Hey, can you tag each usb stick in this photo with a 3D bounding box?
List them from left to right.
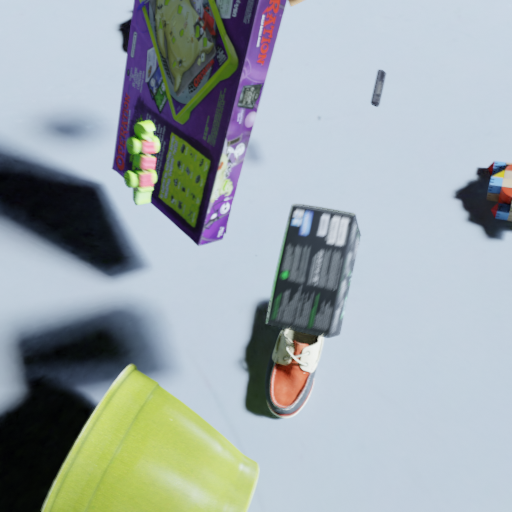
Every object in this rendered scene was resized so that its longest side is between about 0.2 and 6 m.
[{"bbox_3d":[2.437,-3.349,11.168,0.210,0.123,0.756,19,80,-31],"label":"usb stick"}]

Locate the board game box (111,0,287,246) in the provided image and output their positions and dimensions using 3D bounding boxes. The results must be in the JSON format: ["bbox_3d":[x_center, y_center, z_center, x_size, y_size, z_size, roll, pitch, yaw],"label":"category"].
[{"bbox_3d":[-1.146,-3.077,9.524,3.057,5.094,0.823,38,38,28],"label":"board game box"}]

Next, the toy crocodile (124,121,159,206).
[{"bbox_3d":[-1.612,-1.322,8.055,0.424,1.256,0.388,-11,30,-41],"label":"toy crocodile"}]

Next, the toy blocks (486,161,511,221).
[{"bbox_3d":[5.543,-1.432,11.900,1.309,0.957,1.915,12,58,20],"label":"toy blocks"}]

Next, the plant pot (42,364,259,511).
[{"bbox_3d":[-1.371,3.305,8.290,2.465,2.560,2.560,26,62,1],"label":"plant pot"}]

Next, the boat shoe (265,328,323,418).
[{"bbox_3d":[0.784,1.634,10.049,0.889,0.782,2.499,19,62,9],"label":"boat shoe"}]

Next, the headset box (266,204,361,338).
[{"bbox_3d":[0.873,0.266,7.808,0.853,1.839,1.601,12,87,14],"label":"headset box"}]

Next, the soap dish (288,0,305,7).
[{"bbox_3d":[1.007,-5.043,9.664,1.285,0.522,1.011,-20,99,11],"label":"soap dish"}]
